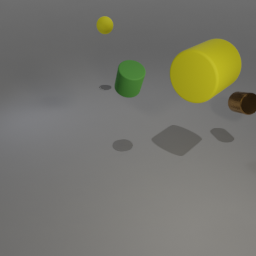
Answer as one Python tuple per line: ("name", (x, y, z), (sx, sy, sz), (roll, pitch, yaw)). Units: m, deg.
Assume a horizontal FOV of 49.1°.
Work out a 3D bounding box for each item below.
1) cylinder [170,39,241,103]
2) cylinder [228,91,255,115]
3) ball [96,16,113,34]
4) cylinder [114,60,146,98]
("cylinder", (2.067, -1.540, 7.478), (1.400, 1.400, 1.400), (24, 40, 35))
("cylinder", (3.742, -0.815, 9.090), (0.700, 0.700, 0.700), (-7, 13, -12))
("ball", (-0.961, -4.265, 11.638), (0.700, 0.700, 0.700), (0, 30, 0))
("cylinder", (0.041, -1.263, 7.233), (0.700, 0.700, 0.700), (6, 55, -8))
